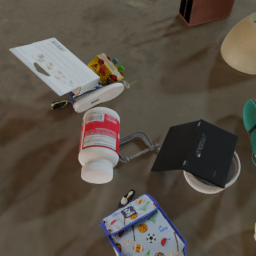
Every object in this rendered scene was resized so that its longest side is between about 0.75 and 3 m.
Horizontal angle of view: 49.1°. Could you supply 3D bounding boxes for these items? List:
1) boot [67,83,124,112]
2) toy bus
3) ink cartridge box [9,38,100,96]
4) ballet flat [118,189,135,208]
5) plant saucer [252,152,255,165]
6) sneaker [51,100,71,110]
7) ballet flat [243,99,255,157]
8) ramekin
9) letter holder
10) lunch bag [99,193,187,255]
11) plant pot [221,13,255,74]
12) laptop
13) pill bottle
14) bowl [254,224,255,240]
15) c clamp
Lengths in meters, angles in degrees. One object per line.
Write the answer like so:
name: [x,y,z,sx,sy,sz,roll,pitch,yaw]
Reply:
boot: [-1.410,-1.630,12.075,2.339,0.851,1.056,-25,65,-15]
toy bus: [-0.960,-2.445,12.569,0.928,1.694,1.796,-37,51,29]
ink cartridge box: [-2.820,-2.290,10.924,2.722,0.593,2.363,42,42,9]
ballet flat: [-0.053,2.442,9.750,0.280,0.281,0.823,34,63,18]
plant saucer: [5.807,0.963,9.940,2.569,0.462,2.569,-25,21,10]
sneaker: [-2.854,-0.973,12.051,0.886,0.318,0.367,-10,81,-6]
ballet flat: [5.227,0.095,10.974,0.963,0.975,2.864,16,53,-12]
ramekin: [2.883,1.406,9.998,1.915,1.005,1.915,0,57,0]
letter holder: [4.246,-6.811,14.901,2.602,1.849,1.308,-18,58,-11]
lunch bag: [0.404,3.281,8.579,1.904,1.387,2.240,-27,50,-15]
plant pot: [6.064,-4.218,13.161,2.861,1.921,2.861,0,57,0]
laptop: [2.408,0.941,10.178,2.338,1.355,2.189,25,60,6]
pill bottle: [-1.040,0.631,10.247,1.431,1.431,2.550,1,57,1]
bowl: [4.390,3.405,8.813,0.649,1.205,1.205,-44,57,23]
c clamp: [0.350,0.829,10.835,1.823,0.247,1.558,-19,59,-13]
